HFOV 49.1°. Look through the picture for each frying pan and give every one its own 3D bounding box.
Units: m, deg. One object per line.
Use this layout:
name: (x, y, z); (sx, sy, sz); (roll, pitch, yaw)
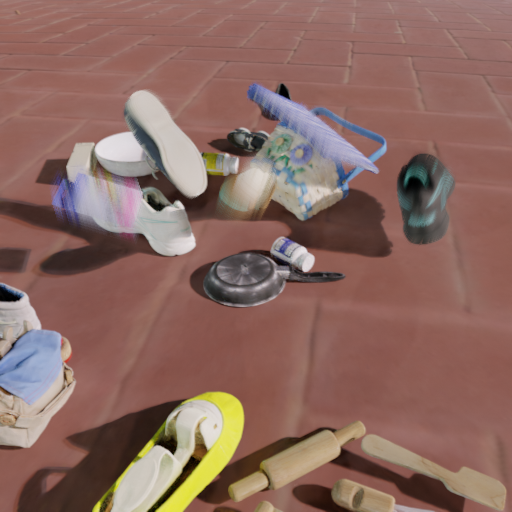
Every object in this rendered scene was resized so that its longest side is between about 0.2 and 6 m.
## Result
frying pan: (0.231, 0.426, 9.428); (2.330, 0.379, 1.409); (8, 35, 17)

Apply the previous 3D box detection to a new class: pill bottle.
pill bottle: (-0.883, -2.131, 13.029); (0.895, 0.503, 0.503); (6, 34, 7)
pill bottle: (0.653, -0.008, 9.952); (0.719, 0.430, 0.430); (30, 44, 35)

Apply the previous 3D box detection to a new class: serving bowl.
serving bowl: (-2.838, -2.332, 13.236); (1.831, 0.602, 1.831); (1, 34, 0)

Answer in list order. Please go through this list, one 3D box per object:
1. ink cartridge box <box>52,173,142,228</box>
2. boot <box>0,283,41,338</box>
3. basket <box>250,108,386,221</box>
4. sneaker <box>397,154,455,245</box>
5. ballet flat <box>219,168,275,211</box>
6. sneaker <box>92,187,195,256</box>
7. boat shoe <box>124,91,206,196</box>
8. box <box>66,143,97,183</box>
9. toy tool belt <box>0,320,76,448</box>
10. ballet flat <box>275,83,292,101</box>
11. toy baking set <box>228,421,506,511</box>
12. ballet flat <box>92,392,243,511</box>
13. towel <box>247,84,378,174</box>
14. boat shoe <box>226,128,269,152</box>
ink cartridge box: (-2.482, -0.909, 8.833); (1.260, 0.264, 0.752); (14, 39, -12)
boot: (-4.107, 0.714, 8.491); (1.783, 0.852, 0.656); (10, 35, 14)
basket: (1.236, -2.006, 11.547); (2.319, 1.613, 2.044); (-41, 52, -18)
sneaker: (3.211, -1.384, 10.651); (1.027, 1.080, 2.724); (-12, 33, 21)
ballet flat: (-0.049, -1.076, 8.948); (0.604, 0.644, 1.781); (46, 14, 11)
sneaker: (-2.218, -0.897, 10.743); (2.583, 1.035, 0.908); (20, 39, 29)
boat shoe: (-1.679, -1.928, 10.092); (0.786, 2.099, 0.649); (-42, 8, -35)
box: (-4.033, -2.130, 13.005); (0.452, 0.543, 1.323); (-3, 33, -5)
toy tool belt: (-2.919, 1.415, 7.194); (1.156, 1.138, 1.852); (3, 34, 4)
ballet flat: (0.790, -4.588, 16.620); (0.649, 0.554, 1.952); (-4, 34, -6)
toy baking set: (1.153, 2.769, 5.982); (2.879, 0.335, 2.209); (-21, 42, -28)
ballet flat: (-0.903, 2.248, 6.199); (0.875, 0.878, 2.619); (17, 37, 23)
towel: (1.054, -2.413, 10.757); (1.809, 0.298, 2.498); (6, 35, -48)
boat shoe: (-0.160, -2.880, 14.147); (0.451, 0.565, 1.495); (-24, 29, -33)
